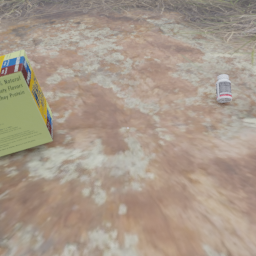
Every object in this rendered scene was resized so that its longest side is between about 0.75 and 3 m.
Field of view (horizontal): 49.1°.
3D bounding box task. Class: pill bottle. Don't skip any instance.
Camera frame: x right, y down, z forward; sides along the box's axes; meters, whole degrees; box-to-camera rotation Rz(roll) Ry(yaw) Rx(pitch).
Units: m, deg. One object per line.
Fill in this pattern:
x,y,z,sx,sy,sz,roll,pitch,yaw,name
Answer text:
3.121,-1.290,9.141,0.471,0.471,0.852,1,74,2,pill bottle

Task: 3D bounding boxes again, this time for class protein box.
-3.141,-0.529,6.910,1.981,1.996,1.346,-17,38,-5,protein box
